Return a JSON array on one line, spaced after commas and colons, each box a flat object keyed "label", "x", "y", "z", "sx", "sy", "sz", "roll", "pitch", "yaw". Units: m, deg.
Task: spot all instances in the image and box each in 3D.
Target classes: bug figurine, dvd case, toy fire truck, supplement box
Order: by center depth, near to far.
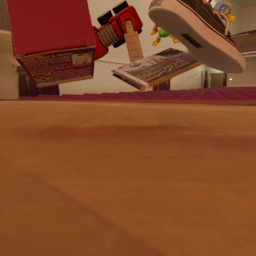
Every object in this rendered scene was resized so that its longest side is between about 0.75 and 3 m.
[{"label": "supplement box", "x": -1.895, "y": -2.206, "z": 7.500, "sx": 1.837, "sy": 1.448, "sz": 2.806, "roll": -10, "pitch": -3, "yaw": -10}, {"label": "dvd case", "x": 0.880, "y": -1.817, "z": 8.283, "sx": 2.304, "sy": 0.184, "sz": 1.713, "roll": -26, "pitch": 36, "yaw": -20}, {"label": "bug figurine", "x": 1.781, "y": -3.209, "z": 8.365, "sx": 2.629, "sy": 0.677, "sz": 2.039, "roll": -3, "pitch": 37, "yaw": 22}, {"label": "toy fire truck", "x": -0.525, "y": -3.290, "z": 10.584, "sx": 2.555, "sy": 1.867, "sz": 2.903, "roll": -29, "pitch": 26, "yaw": 9}]

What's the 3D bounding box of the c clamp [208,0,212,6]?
[{"label": "c clamp", "x": 2.631, "y": -3.984, "z": 10.253, "sx": 0.215, "sy": 1.585, "sz": 1.354, "roll": 35, "pitch": 33, "yaw": 10}]

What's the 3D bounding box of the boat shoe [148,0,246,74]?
[{"label": "boat shoe", "x": 1.641, "y": -2.106, "z": 5.906, "sx": 2.852, "sy": 0.974, "sz": 1.053, "roll": 24, "pitch": -4, "yaw": -30}]
